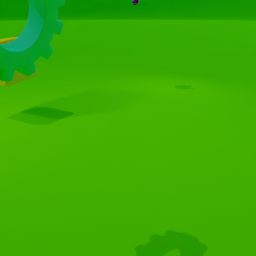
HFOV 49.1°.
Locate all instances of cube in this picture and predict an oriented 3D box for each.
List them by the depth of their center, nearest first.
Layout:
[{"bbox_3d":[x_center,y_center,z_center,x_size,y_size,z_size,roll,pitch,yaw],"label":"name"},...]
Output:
[{"bbox_3d":[-3.611,-1.948,8.193,1.180,1.180,1.180,5,27,30],"label":"cube"}]

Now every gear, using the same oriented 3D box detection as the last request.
[{"bbox_3d":[-1.053,-1.033,2.535,0.221,1.197,1.197,25,31,19],"label":"gear"}]

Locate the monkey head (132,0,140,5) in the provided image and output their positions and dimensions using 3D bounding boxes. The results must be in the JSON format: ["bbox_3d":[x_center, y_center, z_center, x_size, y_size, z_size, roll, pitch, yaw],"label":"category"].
[{"bbox_3d":[0.524,-5.152,10.521,0.799,1.111,0.669,19,26,-18],"label":"monkey head"}]
